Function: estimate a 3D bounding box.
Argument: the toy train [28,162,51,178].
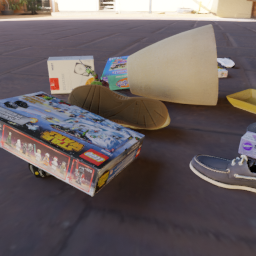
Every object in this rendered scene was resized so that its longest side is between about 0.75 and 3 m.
[{"bbox_3d":[-2.037,0.282,6.681,0.644,0.480,2.814,-16,29,-8],"label":"toy train"}]

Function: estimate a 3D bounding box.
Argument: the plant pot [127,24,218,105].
[{"bbox_3d":[1.393,-1.895,9.177,2.696,2.525,2.525,-4,25,11],"label":"plant pot"}]

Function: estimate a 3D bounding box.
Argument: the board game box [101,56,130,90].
[{"bbox_3d":[0.088,-2.377,11.562,2.065,0.611,2.715,-5,28,6],"label":"board game box"}]

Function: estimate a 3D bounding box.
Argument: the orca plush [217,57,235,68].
[{"bbox_3d":[4.875,-3.248,14.234,1.193,0.424,0.628,13,73,34],"label":"orca plush"}]

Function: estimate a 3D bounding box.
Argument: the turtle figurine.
[{"bbox_3d":[-1.317,-1.370,9.257,1.448,1.042,1.404,36,10,-22],"label":"turtle figurine"}]

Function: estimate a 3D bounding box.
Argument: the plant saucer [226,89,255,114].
[{"bbox_3d":[4.175,-0.819,9.050,1.448,0.351,1.448,-17,30,-32],"label":"plant saucer"}]

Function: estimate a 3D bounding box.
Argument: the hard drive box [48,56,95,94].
[{"bbox_3d":[-2.058,-1.970,10.384,1.624,1.265,0.623,-4,27,-7],"label":"hard drive box"}]

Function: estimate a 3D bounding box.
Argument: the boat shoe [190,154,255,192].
[{"bbox_3d":[2.286,0.771,5.347,2.194,0.688,0.797,15,29,28],"label":"boat shoe"}]

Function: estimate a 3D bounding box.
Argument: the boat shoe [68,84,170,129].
[{"bbox_3d":[-0.297,-0.468,7.766,2.930,1.074,0.918,16,-4,19],"label":"boat shoe"}]

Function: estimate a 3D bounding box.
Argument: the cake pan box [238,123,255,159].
[{"bbox_3d":[3.674,0.365,6.474,1.805,0.472,1.663,21,30,36],"label":"cake pan box"}]

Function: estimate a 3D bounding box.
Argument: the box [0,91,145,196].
[{"bbox_3d":[-1.393,0.111,5.876,2.985,0.595,2.043,23,23,18],"label":"box"}]

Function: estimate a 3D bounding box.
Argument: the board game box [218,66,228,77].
[{"bbox_3d":[3.393,-2.538,12.644,1.792,0.310,1.131,-6,27,-12],"label":"board game box"}]
